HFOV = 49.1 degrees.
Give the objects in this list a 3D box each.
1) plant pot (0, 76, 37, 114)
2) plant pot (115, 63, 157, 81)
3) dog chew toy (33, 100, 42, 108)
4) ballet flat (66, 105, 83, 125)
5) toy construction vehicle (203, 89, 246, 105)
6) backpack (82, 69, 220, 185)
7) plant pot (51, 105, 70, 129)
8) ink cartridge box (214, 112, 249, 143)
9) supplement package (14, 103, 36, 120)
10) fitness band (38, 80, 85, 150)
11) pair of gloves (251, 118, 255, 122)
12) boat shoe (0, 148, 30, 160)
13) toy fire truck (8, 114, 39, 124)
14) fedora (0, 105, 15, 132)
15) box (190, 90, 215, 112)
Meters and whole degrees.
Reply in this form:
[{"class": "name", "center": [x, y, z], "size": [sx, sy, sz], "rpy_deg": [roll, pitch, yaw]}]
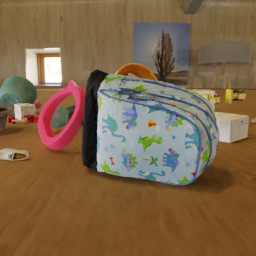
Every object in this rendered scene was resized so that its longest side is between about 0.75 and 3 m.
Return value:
[{"class": "plant pot", "center": [-5.994, -1.610, 14.898], "size": [1.913, 1.913, 1.535], "rpy_deg": [0, 29, -2]}, {"class": "plant pot", "center": [0.015, -1.947, 15.400], "size": [2.606, 2.606, 2.386], "rpy_deg": [-4, -4, -23]}, {"class": "dog chew toy", "center": [-5.845, -1.447, 17.538], "size": [0.518, 0.518, 0.833], "rpy_deg": [7, 21, 35]}, {"class": "ballet flat", "center": [-1.534, -0.399, 11.677], "size": [2.957, 0.983, 0.840], "rpy_deg": [3, -33, 15]}, {"class": "toy construction vehicle", "center": [3.841, -0.783, 11.206], "size": [1.721, 1.499, 0.606], "rpy_deg": [0, 17, -7]}, {"class": "backpack", "center": [0.431, 0.068, 5.610], "size": [2.680, 2.186, 2.060], "rpy_deg": [6, 19, -1]}, {"class": "plant pot", "center": [-2.393, -0.397, 9.943], "size": [0.588, 0.877, 0.877], "rpy_deg": [4, 10, -6]}, {"class": "ink cartridge box", "center": [2.904, -0.087, 9.337], "size": [1.282, 0.772, 1.764], "rpy_deg": [-11, 14, -44]}, {"class": "supplement package", "center": [-4.855, -0.771, 13.228], "size": [0.706, 0.697, 1.164], "rpy_deg": [-7, 13, -34]}, {"class": "fitness band", "center": [-1.875, -0.409, 8.099], "size": [0.464, 1.781, 2.480], "rpy_deg": [35, 10, -35]}, {"class": "pair of gloves", "center": [6.092, -0.289, 11.952], "size": [1.297, 0.227, 1.103], "rpy_deg": [7, 16, 44]}, {"class": "boat shoe", "center": [-2.784, 0.660, 6.748], "size": [0.767, 0.272, 0.268], "rpy_deg": [5, 7, -10]}, {"class": "toy fire truck", "center": [-4.415, -0.374, 12.149], "size": [1.267, 0.309, 0.894], "rpy_deg": [4, 12, 16]}, {"class": "fedora", "center": [-4.999, -0.288, 10.245], "size": [1.624, 0.829, 1.837], "rpy_deg": [-2, 15, -6]}, {"class": "box", "center": [2.928, -1.236, 13.991], "size": [2.500, 1.329, 1.903], "rpy_deg": [1, 11, 8]}]
